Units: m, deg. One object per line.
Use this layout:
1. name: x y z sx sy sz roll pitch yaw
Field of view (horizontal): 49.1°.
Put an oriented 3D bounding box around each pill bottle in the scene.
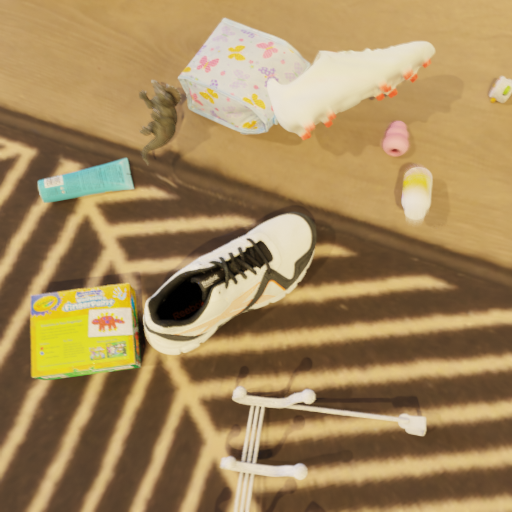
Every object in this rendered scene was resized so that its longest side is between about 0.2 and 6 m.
1. pill bottle: 2.654 -1.025 9.263 0.459 0.459 0.881 14 52 4

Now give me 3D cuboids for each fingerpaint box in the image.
1. fingerpaint box: -2.697 1.206 8.908 1.573 0.577 1.313 -8 74 -3

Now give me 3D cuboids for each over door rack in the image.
1. over door rack: 0.993 3.160 7.950 3.044 1.014 2.249 9 66 2

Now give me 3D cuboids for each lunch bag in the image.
1. lunch bag: -0.161 -3.070 9.968 1.852 1.177 1.571 25 72 18

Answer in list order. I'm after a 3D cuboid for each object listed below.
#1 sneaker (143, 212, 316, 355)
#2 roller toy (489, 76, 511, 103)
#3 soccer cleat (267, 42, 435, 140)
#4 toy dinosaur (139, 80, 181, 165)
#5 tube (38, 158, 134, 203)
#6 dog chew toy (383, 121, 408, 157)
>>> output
1. sneaker: -0.329 0.369 8.811 3.295 1.318 1.215 -37 75 -12
2. roller toy: 4.530 -3.068 10.339 0.324 0.463 0.422 29 66 7
3. soccer cleat: 1.605 -3.031 9.288 2.982 1.033 1.157 -28 85 -10
4. toy dinosaur: -1.614 -2.366 9.667 0.635 0.843 1.649 -6 82 25
5. tube: -2.983 -1.290 9.829 1.565 0.394 0.606 -14 82 -9
6. dog chew toy: 2.524 -2.130 10.062 0.432 0.432 0.694 13 63 4
